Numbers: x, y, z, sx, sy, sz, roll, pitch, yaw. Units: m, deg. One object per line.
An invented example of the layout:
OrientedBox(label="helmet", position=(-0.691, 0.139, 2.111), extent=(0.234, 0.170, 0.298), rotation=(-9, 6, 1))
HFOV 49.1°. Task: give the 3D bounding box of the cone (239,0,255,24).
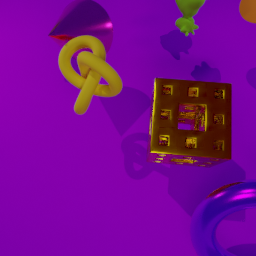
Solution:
OrientedBox(label="cone", position=(3.382, -2.870, 7.107), extent=(0.979, 0.982, 0.979), rotation=(-5, 78, 25))

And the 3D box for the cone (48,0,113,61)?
OrientedBox(label="cone", position=(-1.256, -2.004, 5.949), extent=(1.439, 1.439, 1.445), rotation=(27, 28, 11))

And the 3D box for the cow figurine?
OrientedBox(label="cow figurine", position=(1.559, -2.918, 6.952), extent=(0.586, 1.068, 1.051), rotation=(-19, 91, -24))

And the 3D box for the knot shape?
OrientedBox(label="knot shape", position=(-0.777, -0.914, 5.385), extent=(0.696, 1.410, 1.507), rotation=(-14, 46, -37))

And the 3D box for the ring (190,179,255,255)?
OrientedBox(label="ring", position=(2.039, 1.708, 4.421), extent=(2.080, 2.080, 0.416), rotation=(16, 28, 6))

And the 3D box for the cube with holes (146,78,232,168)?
OrientedBox(label="cube with holes", position=(1.124, -0.031, 5.522), extent=(1.375, 1.375, 1.375), rotation=(5, 76, 2))
